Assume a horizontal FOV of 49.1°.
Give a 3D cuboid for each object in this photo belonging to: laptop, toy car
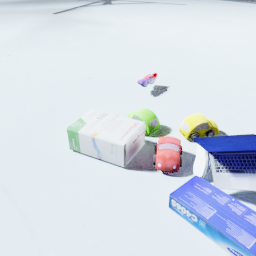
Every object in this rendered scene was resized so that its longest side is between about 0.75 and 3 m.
[{"bbox_3d":[2.013,0.700,5.373,1.207,1.289,0.747,-6,7,41],"label":"laptop"},{"bbox_3d":[0.940,-0.036,7.968,2.617,0.620,2.781,24,38,34],"label":"toy car"}]

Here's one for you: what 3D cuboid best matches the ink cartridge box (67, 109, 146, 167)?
[{"bbox_3d":[-0.544,0.215,7.467,1.724,0.754,1.253,13,33,23],"label":"ink cartridge box"}]

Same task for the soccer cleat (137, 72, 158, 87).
[{"bbox_3d":[0.756,-1.877,10.733,0.422,0.452,1.236,42,31,13],"label":"soccer cleat"}]

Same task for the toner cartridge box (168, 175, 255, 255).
[{"bbox_3d":[1.773,1.702,5.369,0.897,0.408,1.888,-26,40,-32],"label":"toner cartridge box"}]

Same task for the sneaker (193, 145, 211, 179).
[{"bbox_3d":[1.989,0.849,6.803,0.721,0.397,0.985,24,63,-28],"label":"sneaker"}]
